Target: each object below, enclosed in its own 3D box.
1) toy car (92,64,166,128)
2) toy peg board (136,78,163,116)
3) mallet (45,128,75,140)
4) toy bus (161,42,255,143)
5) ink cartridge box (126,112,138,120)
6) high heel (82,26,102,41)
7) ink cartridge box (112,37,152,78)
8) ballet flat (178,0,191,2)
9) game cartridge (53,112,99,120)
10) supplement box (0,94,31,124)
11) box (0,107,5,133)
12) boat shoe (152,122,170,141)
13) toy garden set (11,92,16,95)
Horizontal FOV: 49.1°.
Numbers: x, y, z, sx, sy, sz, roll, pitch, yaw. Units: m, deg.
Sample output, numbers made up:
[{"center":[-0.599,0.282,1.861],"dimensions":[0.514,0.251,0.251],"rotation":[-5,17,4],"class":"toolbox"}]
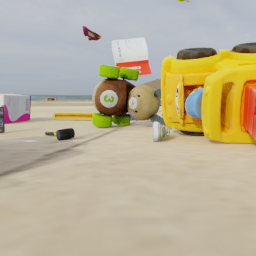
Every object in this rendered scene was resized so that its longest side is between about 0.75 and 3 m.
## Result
[{"center":[0.220,-0.700,7.604],"dimensions":[2.059,1.692,1.625],"rotation":[20,17,38],"class":"toy car"},{"center":[1.728,-0.967,11.205],"dimensions":[2.427,1.187,2.417],"rotation":[25,34,32],"class":"toy peg board"},{"center":[-1.488,0.127,5.677],"dimensions":[1.034,0.213,0.341],"rotation":[-2,6,45],"class":"mallet"},{"center":[1.946,-0.473,5.065],"dimensions":[2.707,1.837,2.598],"rotation":[-2,21,8],"class":"toy bus"},{"center":[0.155,-0.576,11.392],"dimensions":[0.919,0.514,1.347],"rotation":[-1,7,-10],"class":"ink cartridge box"},{"center":[-1.352,-3.570,10.457],"dimensions":[0.508,0.357,1.058],"rotation":[-8,-3,9],"class":"high heel"},{"center":[0.118,-2.363,9.306],"dimensions":[1.150,1.436,0.339],"rotation":[-7,-30,-8],"class":"ink cartridge box"},{"center":[1.395,-2.867,5.710],"dimensions":[0.523,0.524,1.565],"rotation":[22,10,-19],"class":"ballet flat"},{"center":[-1.937,-0.535,11.896],"dimensions":[1.735,0.319,1.969],"rotation":[1,7,12],"class":"game cartridge"},{"center":[-4.343,-0.718,9.959],"dimensions":[0.999,0.978,1.932],"rotation":[4,5,4],"class":"supplement box"},{"center":[-3.140,-0.166,6.242],"dimensions":[0.202,0.623,0.790],"rotation":[3,7,27],"class":"box"},{"center":[0.643,0.060,5.346],"dimensions":[0.308,0.358,0.994],"rotation":[2,3,10],"class":"boat shoe"},{"center":[-4.966,-0.847,11.165],"dimensions":[1.836,1.531,0.366],"rotation":[-6,52,-48],"class":"toy garden set"}]
